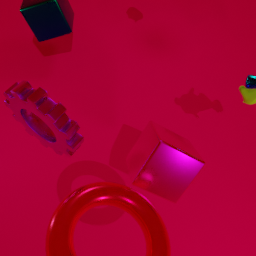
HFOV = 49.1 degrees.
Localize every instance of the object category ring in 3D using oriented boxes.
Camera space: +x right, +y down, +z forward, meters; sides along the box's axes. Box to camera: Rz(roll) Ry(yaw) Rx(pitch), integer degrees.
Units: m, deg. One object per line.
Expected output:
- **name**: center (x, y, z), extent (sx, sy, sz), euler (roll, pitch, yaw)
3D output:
- **ring**: center (-0.261, 1.800, 4.478), extent (2.059, 0.412, 2.059), euler (14, 46, -15)

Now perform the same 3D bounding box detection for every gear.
- **gear**: center (-1.672, -0.138, 5.556), extent (1.738, 1.738, 0.321), euler (31, 61, 13)

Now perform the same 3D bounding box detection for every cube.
- **cube**: center (-2.332, -3.418, 8.259), extent (1.103, 1.103, 1.103), euler (-12, 51, 10)
- **cube**: center (0.725, 0.690, 5.868), extent (1.086, 1.086, 1.086), euler (27, 107, -16)

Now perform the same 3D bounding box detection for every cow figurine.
- **cow figurine**: center (3.194, -0.764, 6.624), extent (0.902, 0.495, 0.887), euler (-31, 104, 22)

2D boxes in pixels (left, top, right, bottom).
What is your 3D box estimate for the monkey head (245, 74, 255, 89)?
- **monkey head**: center (2.801, -0.867, 5.483), extent (0.820, 0.687, 1.140), euler (16, 105, 43)
